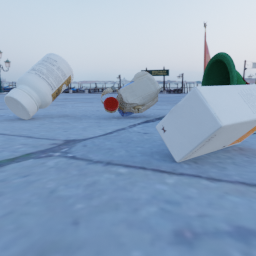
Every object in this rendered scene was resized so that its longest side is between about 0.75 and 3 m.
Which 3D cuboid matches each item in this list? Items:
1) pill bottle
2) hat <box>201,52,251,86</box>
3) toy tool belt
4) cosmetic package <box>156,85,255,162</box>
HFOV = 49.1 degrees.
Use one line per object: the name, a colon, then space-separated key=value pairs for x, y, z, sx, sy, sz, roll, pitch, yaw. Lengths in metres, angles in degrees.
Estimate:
pill bottle: x=-3.273 y=-1.541 z=10.425 sx=1.435 sy=1.435 sz=2.510 roll=6 pitch=47 yaw=34
hat: x=4.304 y=-1.308 z=10.247 sx=2.422 sy=2.751 sz=2.279 roll=2 pitch=-16 yaw=-13
toy tool belt: x=0.064 y=-1.063 z=10.782 sx=2.361 sy=1.474 sz=1.451 roll=-30 pitch=-11 yaw=-18
cosmetic package: x=1.599 y=-0.141 z=4.799 sx=2.059 sy=0.734 sz=1.044 roll=-9 pitch=-29 yaw=-40
